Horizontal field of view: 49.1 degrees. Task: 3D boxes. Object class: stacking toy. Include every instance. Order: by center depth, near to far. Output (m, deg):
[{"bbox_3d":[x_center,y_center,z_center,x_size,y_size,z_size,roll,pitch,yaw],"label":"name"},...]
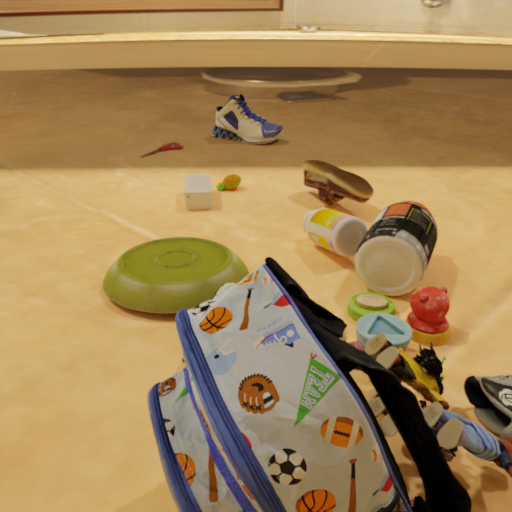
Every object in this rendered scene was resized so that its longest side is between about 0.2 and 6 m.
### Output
[{"bbox_3d":[1.770,0.796,7.880,1.713,0.724,1.551,-22,35,-37],"label":"stacking toy"}]

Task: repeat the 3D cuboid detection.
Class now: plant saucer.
[{"bbox_3d":[-1.327,0.190,9.290,2.420,0.376,2.420,-1,24,0],"label":"plant saucer"}]

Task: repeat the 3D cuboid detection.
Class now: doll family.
[{"bbox_3d":[1.821,1.596,6.024,1.367,0.928,2.366,36,16,-34],"label":"doll family"}]

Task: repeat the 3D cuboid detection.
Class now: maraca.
[{"bbox_3d":[-0.645,-1.711,13.165,0.628,0.336,0.430,-23,31,2],"label":"maraca"}]

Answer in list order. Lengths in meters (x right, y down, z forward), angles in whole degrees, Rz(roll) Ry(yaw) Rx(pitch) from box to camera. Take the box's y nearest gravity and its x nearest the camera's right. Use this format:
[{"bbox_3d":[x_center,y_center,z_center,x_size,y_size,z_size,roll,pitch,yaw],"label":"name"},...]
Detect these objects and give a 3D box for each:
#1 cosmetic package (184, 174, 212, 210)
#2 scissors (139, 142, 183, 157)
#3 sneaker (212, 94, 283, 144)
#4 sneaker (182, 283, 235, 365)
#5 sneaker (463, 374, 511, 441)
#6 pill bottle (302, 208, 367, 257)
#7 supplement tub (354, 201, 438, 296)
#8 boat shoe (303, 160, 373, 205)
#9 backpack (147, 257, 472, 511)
[{"bbox_3d":[-1.291,-1.437,12.495,0.596,0.418,1.174,-3,28,-5],"label":"cosmetic package"},{"bbox_3d":[-2.772,-3.003,15.891,1.562,0.109,0.571,-22,37,-34],"label":"scissors"},{"bbox_3d":[-0.358,-4.118,16.712,2.234,1.290,0.903,12,31,22],"label":"sneaker"},{"bbox_3d":[-0.387,1.041,7.715,0.803,0.699,1.784,25,31,1],"label":"sneaker"},{"bbox_3d":[3.120,1.418,6.642,1.236,0.803,2.141,6,29,16],"label":"sneaker"},{"bbox_3d":[1.375,-0.474,10.210,0.715,0.715,1.371,-12,19,-22],"label":"pill bottle"},{"bbox_3d":[2.398,-0.206,9.379,1.121,1.121,1.830,12,30,22],"label":"supplement tub"},{"bbox_3d":[1.710,-1.471,12.214,0.765,0.763,2.120,-6,27,-35],"label":"boat shoe"},{"bbox_3d":[0.192,1.406,4.809,2.013,2.489,2.613,-27,34,-13],"label":"backpack"}]
